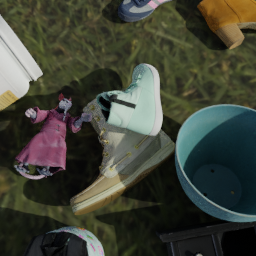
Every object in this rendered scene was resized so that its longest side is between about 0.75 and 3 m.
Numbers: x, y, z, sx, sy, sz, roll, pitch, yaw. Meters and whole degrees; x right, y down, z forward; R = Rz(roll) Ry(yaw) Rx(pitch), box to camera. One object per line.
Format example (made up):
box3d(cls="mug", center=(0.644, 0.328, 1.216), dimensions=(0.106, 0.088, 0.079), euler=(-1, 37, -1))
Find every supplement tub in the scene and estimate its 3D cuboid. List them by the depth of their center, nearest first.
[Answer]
box3d(cls="supplement tub", center=(-3.853, -1.250, 6.895), dimensions=(2.931, 2.116, 2.116), euler=(-37, 77, -10))

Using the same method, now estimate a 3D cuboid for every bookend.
box3d(cls="bookend", center=(1.951, 3.263, 6.149), dimensions=(2.268, 1.045, 2.254), euler=(-8, 74, -2))

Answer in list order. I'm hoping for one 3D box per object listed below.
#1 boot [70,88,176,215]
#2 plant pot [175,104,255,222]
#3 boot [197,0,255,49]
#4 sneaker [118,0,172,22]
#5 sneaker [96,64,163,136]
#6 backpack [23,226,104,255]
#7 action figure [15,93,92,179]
box3d(cls="boot", center=(-0.535, 0.479, 6.920), dimensions=(2.962, 1.067, 2.290), euler=(-33, 77, -18))
box3d(cls="plant pot", center=(2.216, 0.985, 6.319), dimensions=(2.549, 1.717, 2.549), euler=(1, 56, -1))
box3d(cls="boot", center=(3.496, -3.605, 8.196), dimensions=(2.526, 0.889, 1.808), euler=(-28, 81, -2))
box3d(cls="sneaker", center=(0.775, -4.135, 8.295), dimensions=(2.554, 1.048, 0.896), euler=(-35, 77, -9))
box3d(cls="sneaker", center=(-0.014, -0.904, 6.614), dimensions=(1.385, 0.864, 2.348), euler=(12, 43, -15))
box3d(cls="backpack", center=(-1.407, 3.383, 5.789), dimensions=(2.120, 1.608, 2.541), euler=(3, 74, 5))
box3d(cls="action figure", center=(-1.782, 0.167, 6.946), dimensions=(1.458, 1.620, 2.176), euler=(19, 62, -5))
